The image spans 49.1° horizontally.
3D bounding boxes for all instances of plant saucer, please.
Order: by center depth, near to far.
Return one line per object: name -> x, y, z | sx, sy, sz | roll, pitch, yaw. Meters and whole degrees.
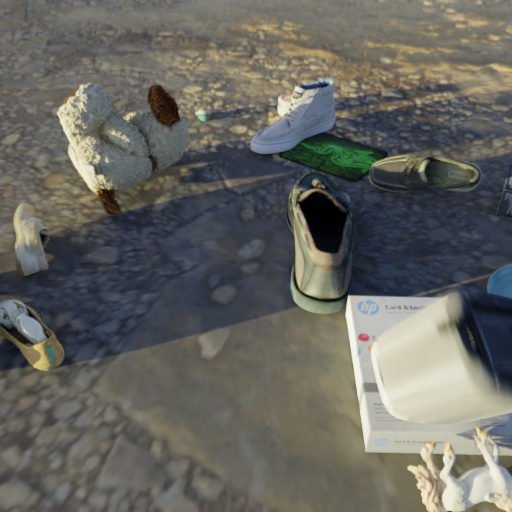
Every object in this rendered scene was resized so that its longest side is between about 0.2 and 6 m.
plant saucer -> 4.390, 0.746, 8.441 | 1.779, 0.244, 1.779 | 0, 38, 0

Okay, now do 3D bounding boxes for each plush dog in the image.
plush dog -> -2.294, -2.078, 10.741 | 2.209, 2.572, 2.063 | -28, 79, -17

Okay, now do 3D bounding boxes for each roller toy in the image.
roller toy -> 0.850, -3.722, 13.830 | 0.654, 0.457, 0.597 | 23, 44, 26

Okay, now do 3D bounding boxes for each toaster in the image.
toaster -> 2.168, 1.131, 5.903 | 2.041, 1.319, 1.160 | 9, 57, -34

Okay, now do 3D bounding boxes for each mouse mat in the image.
mouse mat -> 1.691, -2.229, 12.295 | 1.975, 0.074, 1.589 | 25, 45, 27

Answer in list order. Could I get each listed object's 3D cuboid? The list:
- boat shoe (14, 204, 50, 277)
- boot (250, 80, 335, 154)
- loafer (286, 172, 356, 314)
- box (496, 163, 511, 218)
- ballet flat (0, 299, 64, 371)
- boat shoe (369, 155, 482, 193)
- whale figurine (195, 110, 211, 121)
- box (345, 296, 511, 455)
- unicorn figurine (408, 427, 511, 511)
boat shoe -> -3.758, -0.308, 9.484 | 0.532, 0.590, 1.636 | -10, 43, -13
boot -> 0.830, -3.201, 12.557 | 2.461, 1.176, 0.905 | -31, 45, -32
loafer -> 1.160, -0.572, 9.369 | 1.246, 1.091, 3.468 | 5, 39, -1
box -> 5.179, -1.160, 10.536 | 1.012, 0.579, 1.112 | 16, 42, 21
ballet flat -> -3.306, 0.946, 7.936 | 1.772, 0.558, 0.608 | 28, 47, 31
boat shoe -> 3.198, -1.606, 10.692 | 2.107, 0.753, 0.692 | 6, -3, 18
whale figurine -> -1.301, -3.425, 13.682 | 0.386, 0.252, 0.485 | -5, 14, -27
box -> 2.192, 1.467, 7.364 | 1.785, 0.471, 2.290 | 2, 38, 1
unicorn figurine -> 2.462, 2.426, 6.051 | 1.464, 0.541, 1.006 | -17, 81, 11
